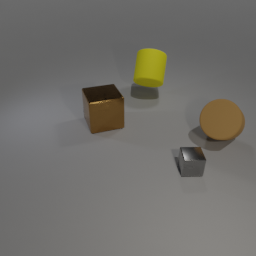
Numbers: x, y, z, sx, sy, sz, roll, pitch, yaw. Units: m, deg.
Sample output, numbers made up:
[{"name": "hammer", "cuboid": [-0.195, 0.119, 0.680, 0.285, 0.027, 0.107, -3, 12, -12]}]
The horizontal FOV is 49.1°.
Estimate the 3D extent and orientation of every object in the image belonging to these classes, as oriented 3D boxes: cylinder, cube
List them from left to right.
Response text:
[{"name": "cube", "cuboid": [-1.012, -0.811, 11.386, 1.400, 1.400, 1.400, -11, 34, -16]}, {"name": "cylinder", "cuboid": [1.023, -2.753, 12.994, 1.400, 1.400, 1.400, 8, -6, 1]}, {"name": "cube", "cuboid": [2.056, 1.092, 9.089, 0.700, 0.700, 0.700, -1, 33, -3]}, {"name": "cylinder", "cuboid": [3.401, -0.258, 10.040, 1.400, 1.400, 1.400, 18, 5, 26]}]
